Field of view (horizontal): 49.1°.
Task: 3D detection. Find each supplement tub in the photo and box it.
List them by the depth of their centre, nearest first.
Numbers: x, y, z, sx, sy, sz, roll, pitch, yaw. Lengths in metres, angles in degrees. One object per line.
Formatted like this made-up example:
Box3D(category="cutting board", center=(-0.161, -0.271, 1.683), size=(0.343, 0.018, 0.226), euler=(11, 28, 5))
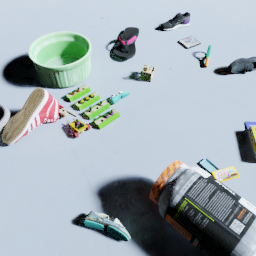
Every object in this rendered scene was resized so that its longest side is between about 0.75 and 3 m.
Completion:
Box3D(category="supplement tub", center=(2.131, 2.288, 7.605), size=(2.942, 1.803, 1.803), euler=(37, 59, 26))

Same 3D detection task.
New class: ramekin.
Box3D(category="ramekin", center=(-2.888, -2.995, 12.383), size=(2.665, 1.302, 2.665), euler=(0, 50, 0))

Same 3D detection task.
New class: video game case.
Box3D(category="video game case", center=(3.159, -4.391, 14.350), size=(0.847, 0.108, 0.765), euler=(-25, 54, -20))

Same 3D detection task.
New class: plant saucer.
Box3D(category="plant saucer", center=(2.900, 1.434, 9.454), size=(0.349, 0.095, 0.999), euler=(-31, 58, -24))

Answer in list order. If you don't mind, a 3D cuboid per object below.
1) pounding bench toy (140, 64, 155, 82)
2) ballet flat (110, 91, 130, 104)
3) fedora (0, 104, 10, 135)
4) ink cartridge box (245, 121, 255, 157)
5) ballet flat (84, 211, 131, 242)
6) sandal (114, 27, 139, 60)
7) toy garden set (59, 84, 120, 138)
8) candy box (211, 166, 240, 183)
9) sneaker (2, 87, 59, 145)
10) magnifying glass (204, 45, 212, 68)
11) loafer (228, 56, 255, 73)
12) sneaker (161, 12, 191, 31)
Box3D(category="pounding bench toy", center=(0.881, -2.557, 12.357), size=(0.491, 0.790, 0.616), euler=(14, 52, 12))
Box3D(category="ballet flat", center=(-0.351, -1.339, 11.611), size=(0.950, 0.320, 0.334), euler=(-35, 78, -24))
Box3D(category="fedora", center=(-5.198, -0.140, 10.302), size=(1.806, 0.816, 1.598), euler=(-29, 56, -22))
Box3D(category="ink cartridge box", center=(5.428, 0.409, 10.104), size=(1.923, 0.457, 1.946), euler=(2, 52, 2))
Box3D(category="ballet flat", center=(-0.554, 2.771, 8.085), size=(1.465, 0.544, 0.544), euler=(19, 52, 12))
Box3D(category="sandal", center=(-0.039, -4.441, 14.028), size=(1.093, 0.656, 2.911), euler=(7, 50, 6))
Box3D(category="toy garden set", center=(-1.800, -0.778, 11.061), size=(1.970, 0.471, 2.363), euler=(-35, 58, -26))
Box3D(category="candy box", center=(3.206, 1.541, 9.239), size=(0.835, 0.110, 0.427), euler=(-13, 48, -11))
Box3D(category="sneaker", center=(-3.541, -0.251, 10.531), size=(0.867, 1.369, 2.434), euler=(38, 89, 25))
Box3D(category="magnifying glass", center=(3.791, -3.406, 13.326), size=(0.150, 0.532, 1.337), euler=(12, 61, 6))
Box3D(category="loafer", center=(5.389, -2.830, 12.685), size=(1.847, 0.627, 0.648), euler=(-15, 43, -17))
Box3D(category="sneaker", center=(2.568, -5.862, 15.156), size=(1.749, 0.766, 0.662), euler=(-20, 53, -16))
